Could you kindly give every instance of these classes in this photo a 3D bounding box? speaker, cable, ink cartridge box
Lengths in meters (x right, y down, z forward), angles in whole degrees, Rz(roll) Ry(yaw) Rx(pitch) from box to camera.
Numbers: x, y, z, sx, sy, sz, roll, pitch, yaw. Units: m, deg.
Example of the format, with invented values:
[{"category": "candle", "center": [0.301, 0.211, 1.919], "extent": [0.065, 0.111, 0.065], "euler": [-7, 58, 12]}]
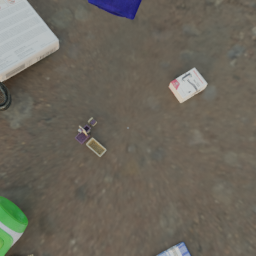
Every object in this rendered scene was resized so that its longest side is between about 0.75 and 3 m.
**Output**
[{"category": "speaker", "center": [-3.709, 2.966, 6.539], "extent": [1.215, 1.215, 2.748], "euler": [41, 78, 11]}, {"category": "cable", "center": [-3.963, -1.815, 7.975], "extent": [1.343, 0.696, 2.766], "euler": [-1, 64, -17]}, {"category": "ink cartridge box", "center": [-3.546, -2.867, 7.994], "extent": [2.031, 0.632, 2.523], "euler": [-40, 89, -24]}, {"category": "ink cartridge box", "center": [1.745, -1.241, 8.145], "extent": [0.881, 0.373, 0.642], "euler": [-31, 77, -10]}]

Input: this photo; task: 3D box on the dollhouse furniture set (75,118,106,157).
[{"category": "dollhouse furniture set", "center": [-0.910, 0.220, 7.569], "extent": [0.952, 0.676, 0.754], "euler": [40, 78, 10]}]

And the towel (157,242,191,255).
[{"category": "towel", "center": [1.116, 3.399, 6.956], "extent": [1.024, 0.122, 0.752], "euler": [-25, 76, -7]}]

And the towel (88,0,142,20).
[{"category": "towel", "center": [-0.030, -3.397, 6.051], "extent": [1.374, 0.461, 1.860], "euler": [33, 110, 26]}]

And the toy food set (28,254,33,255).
[{"category": "toy food set", "center": [-2.765, 3.510, 6.918], "extent": [0.941, 0.189, 0.649], "euler": [-11, 82, -9]}]
